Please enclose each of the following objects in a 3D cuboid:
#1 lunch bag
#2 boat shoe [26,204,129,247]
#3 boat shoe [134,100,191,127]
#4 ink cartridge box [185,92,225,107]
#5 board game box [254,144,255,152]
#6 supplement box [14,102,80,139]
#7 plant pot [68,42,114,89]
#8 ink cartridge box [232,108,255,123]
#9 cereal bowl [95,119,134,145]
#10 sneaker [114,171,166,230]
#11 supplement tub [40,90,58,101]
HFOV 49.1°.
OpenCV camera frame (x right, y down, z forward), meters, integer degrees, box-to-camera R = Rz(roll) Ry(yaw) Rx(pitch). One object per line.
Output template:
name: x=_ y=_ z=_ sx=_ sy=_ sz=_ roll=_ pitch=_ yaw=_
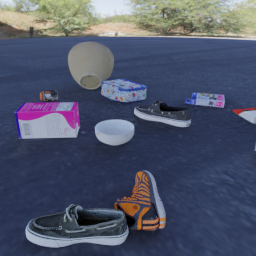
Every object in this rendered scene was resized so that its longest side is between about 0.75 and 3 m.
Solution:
lunch bag: x=-0.232 y=-2.149 z=15.556 sx=1.981 sy=0.934 sz=2.473 roll=-15 pitch=29 yaw=-35
boat shoe: x=-1.100 y=2.010 z=6.071 sx=2.223 sy=0.788 sz=0.801 roll=-1 pitch=23 yaw=-2
boat shoe: x=1.481 y=-0.788 z=12.367 sx=2.768 sy=0.917 sz=0.968 roll=18 pitch=29 yaw=36
ink cartridge box: x=4.029 y=-1.510 z=14.737 sx=1.981 sy=0.416 sz=1.182 roll=5 pitch=23 yaw=15
board game box: x=4.863 y=0.758 z=9.339 sx=0.803 sy=0.488 sz=1.007 roll=-1 pitch=23 yaw=-3
supplement box: x=-3.087 y=-0.317 z=11.020 sx=2.212 sy=1.120 sz=1.143 roll=0 pitch=23 yaw=-1
plant pot: x=-2.235 y=-3.457 z=16.935 sx=2.832 sy=2.832 sz=1.901 roll=-1 pitch=58 yaw=-3
ink cartridge box: x=5.876 y=-0.736 z=12.905 sx=1.369 sy=0.404 sz=1.711 roll=-6 pitch=26 yaw=-12
cereal bowl: x=-0.492 y=0.223 z=10.421 sx=1.477 sy=0.615 sz=1.477 roll=0 pitch=23 yaw=0
sneaker: x=0.168 y=1.693 z=6.876 sx=1.076 sy=0.745 sz=1.921 roll=-3 pitch=23 yaw=-9
supplement tub: x=-4.244 y=-1.735 z=15.046 sx=0.876 sy=0.537 sz=0.537 roll=-9 pitch=25 yaw=-19
